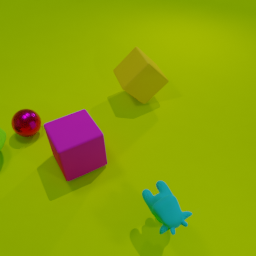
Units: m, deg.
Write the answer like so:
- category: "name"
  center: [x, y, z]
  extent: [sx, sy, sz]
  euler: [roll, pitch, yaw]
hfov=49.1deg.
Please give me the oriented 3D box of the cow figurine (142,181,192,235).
- category: "cow figurine"
  center: [0.770, 1.635, 5.480]
  extent: [0.684, 1.247, 1.227]
  euler: [-31, 43, -4]

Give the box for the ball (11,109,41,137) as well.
- category: "ball"
  center: [-2.902, -0.146, 8.012]
  extent: [0.814, 0.814, 0.814]
  euler: [0, 44, 0]

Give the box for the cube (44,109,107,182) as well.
- category: "cube"
  center: [-1.319, 0.427, 7.152]
  extent: [1.144, 1.144, 1.144]
  euler: [-23, 47, -20]

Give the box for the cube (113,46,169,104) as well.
- category: "cube"
  center: [0.400, -1.687, 9.072]
  extent: [1.125, 1.125, 1.125]
  euler: [-43, 44, 18]

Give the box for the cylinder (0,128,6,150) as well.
- category: "cylinder"
  center: [-3.984, 0.206, 6.959]
  extent: [1.289, 1.289, 1.289]
  euler: [-23, 40, 21]
